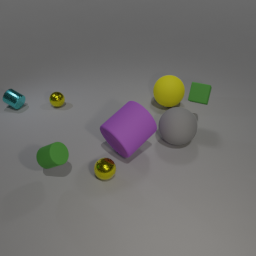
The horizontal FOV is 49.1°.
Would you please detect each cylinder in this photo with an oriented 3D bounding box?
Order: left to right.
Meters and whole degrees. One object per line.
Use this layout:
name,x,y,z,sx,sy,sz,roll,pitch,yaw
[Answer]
cylinder,-5.094,-1.297,12.535,0.700,0.700,0.700,29,39,6
cylinder,-2.282,0.833,8.484,0.700,0.700,0.700,-19,20,36
cylinder,0.013,0.039,9.449,1.400,1.400,1.400,-43,49,-17

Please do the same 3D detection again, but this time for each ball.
ball,-3.220,-1.301,12.714,0.700,0.700,0.700,0,34,0
ball,-0.723,1.285,8.842,0.700,0.700,0.700,0,34,0
ball,1.828,-1.649,12.522,1.400,1.400,1.400,0,34,0
ball,1.818,-0.065,10.242,1.400,1.400,1.400,0,34,0

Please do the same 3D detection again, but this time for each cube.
cube,2.717,-1.298,10.574,0.700,0.700,0.700,14,6,18
